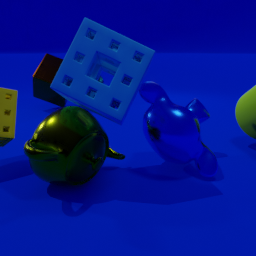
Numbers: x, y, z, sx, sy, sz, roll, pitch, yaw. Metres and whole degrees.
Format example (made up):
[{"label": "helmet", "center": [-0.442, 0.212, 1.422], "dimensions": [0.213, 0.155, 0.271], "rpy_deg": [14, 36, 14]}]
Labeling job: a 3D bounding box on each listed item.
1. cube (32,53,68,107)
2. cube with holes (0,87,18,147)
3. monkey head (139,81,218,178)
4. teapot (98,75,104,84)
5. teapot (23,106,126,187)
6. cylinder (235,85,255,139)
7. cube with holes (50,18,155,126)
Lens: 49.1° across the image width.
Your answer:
[{"label": "cube", "center": [-2.407, -1.558, 9.275], "dimensions": [1.107, 1.107, 1.107], "rpy_deg": [20, 57, -5]}, {"label": "cube with holes", "center": [-2.507, -0.193, 4.880], "dimensions": [0.859, 0.859, 0.859], "rpy_deg": [8, -18, -34]}, {"label": "monkey head", "center": [0.957, -0.059, 4.990], "dimensions": [1.373, 1.909, 1.150], "rpy_deg": [-37, -4, -7]}, {"label": "teapot", "center": [-1.323, -1.490, 10.610], "dimensions": [1.075, 0.846, 1.728], "rpy_deg": [-35, 43, 2]}, {"label": "teapot", "center": [-0.767, 0.347, 4.314], "dimensions": [0.994, 1.262, 2.030], "rpy_deg": [26, 9, 28]}, {"label": "cylinder", "center": [2.910, -0.414, 5.532], "dimensions": [1.141, 1.141, 1.141], "rpy_deg": [-1, -15, -5]}, {"label": "cube with holes", "center": [-0.331, -0.732, 4.083], "dimensions": [1.014, 1.014, 1.014], "rpy_deg": [26, -3, 0]}]
